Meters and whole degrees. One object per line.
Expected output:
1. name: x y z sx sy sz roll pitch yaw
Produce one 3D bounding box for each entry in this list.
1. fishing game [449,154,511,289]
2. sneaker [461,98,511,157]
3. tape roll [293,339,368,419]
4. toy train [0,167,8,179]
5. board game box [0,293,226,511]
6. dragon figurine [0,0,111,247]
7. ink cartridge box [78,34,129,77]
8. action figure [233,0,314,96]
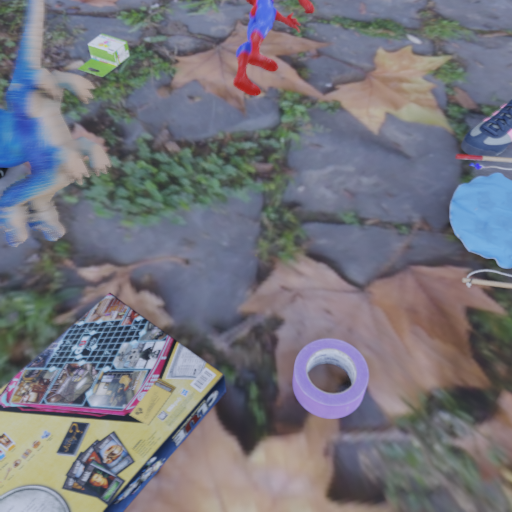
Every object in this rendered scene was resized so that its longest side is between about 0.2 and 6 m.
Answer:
1. fishing game: 4.236 -0.579 9.466 1.987 0.431 2.775 3 58 3
2. sneaker: 4.862 -2.682 10.810 2.266 0.930 0.795 -32 58 -23
3. tape roll: 1.001 1.659 7.614 0.997 0.424 0.997 0 50 0
4. toy train: -4.758 -2.037 10.719 0.361 0.269 1.578 4 51 -1
5. board game box: -2.246 2.189 7.088 2.199 0.562 3.246 31 58 23
6. dragon figurine: -2.743 -1.561 6.599 1.568 3.155 0.928 -4 22 20
7. ink cartridge box: -3.479 -4.533 12.670 0.752 0.385 1.017 22 53 17
8. action figure: 0.356 -3.448 8.393 1.239 0.817 2.503 15 59 -24
